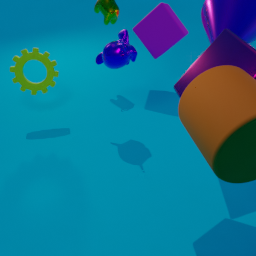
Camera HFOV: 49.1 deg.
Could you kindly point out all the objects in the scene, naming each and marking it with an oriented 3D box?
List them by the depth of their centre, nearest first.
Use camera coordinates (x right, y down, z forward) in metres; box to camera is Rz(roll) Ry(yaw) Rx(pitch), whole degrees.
[{"bbox_3d":[1.253,-0.061,3.312,1.027,1.027,1.027,-8,39,-11],"label":"cylinder"},{"bbox_3d":[1.820,-0.547,4.649,1.320,1.320,1.320,26,28,-31],"label":"cube"},{"bbox_3d":[2.063,-1.867,5.833,1.513,1.513,1.518,16,60,20],"label":"cone"},{"bbox_3d":[-0.283,-2.068,7.320,0.851,1.016,1.412,-9,1,-37],"label":"monkey head"},{"bbox_3d":[-2.704,-1.636,8.139,1.316,1.316,0.243,-7,19,-9],"label":"gear"},{"bbox_3d":[-0.637,-4.166,9.076,0.689,1.236,1.256,-24,73,-38],"label":"cow figurine"},{"bbox_3d":[1.123,-3.247,9.380,1.242,1.242,1.242,-35,7,26],"label":"cube"}]
